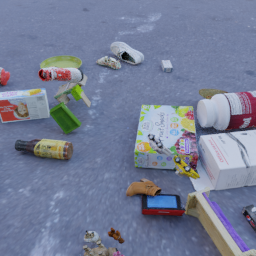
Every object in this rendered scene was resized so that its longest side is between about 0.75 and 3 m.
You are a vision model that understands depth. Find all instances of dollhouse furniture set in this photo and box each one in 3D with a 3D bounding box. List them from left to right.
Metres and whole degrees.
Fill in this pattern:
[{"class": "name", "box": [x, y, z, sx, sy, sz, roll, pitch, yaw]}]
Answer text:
[{"class": "dollhouse furniture set", "box": [-2.234, -1.063, 11.414, 1.421, 1.097, 2.842, -28, 27, 17]}]

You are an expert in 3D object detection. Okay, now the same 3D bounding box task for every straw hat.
[{"class": "straw hat", "box": [3.627, -1.019, 11.665, 1.610, 1.610, 0.681, 17, 79, 21]}]

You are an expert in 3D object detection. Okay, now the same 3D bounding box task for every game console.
[{"class": "game console", "box": [0.948, 2.053, 7.752, 1.127, 0.972, 0.669, 1, 64, 2]}]

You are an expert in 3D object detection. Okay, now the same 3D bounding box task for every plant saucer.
[{"class": "plant saucer", "box": [-3.554, -3.304, 14.999, 2.186, 0.340, 2.186, 0, 38, 0]}]

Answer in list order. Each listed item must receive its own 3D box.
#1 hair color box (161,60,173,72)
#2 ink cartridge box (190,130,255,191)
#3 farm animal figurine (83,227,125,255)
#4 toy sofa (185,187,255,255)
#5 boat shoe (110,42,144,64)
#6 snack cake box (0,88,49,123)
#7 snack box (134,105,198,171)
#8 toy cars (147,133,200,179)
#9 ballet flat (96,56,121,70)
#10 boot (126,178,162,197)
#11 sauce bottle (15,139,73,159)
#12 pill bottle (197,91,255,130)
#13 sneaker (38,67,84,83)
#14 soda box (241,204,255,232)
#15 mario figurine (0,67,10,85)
[{"class": "hair color box", "box": [2.091, -3.333, 15.079, 0.460, 0.282, 0.929, -2, 38, -3]}, {"class": "ink cartridge box", "box": [3.287, 0.990, 8.885, 2.784, 0.928, 1.612, -6, 38, -8]}, {"class": "farm animal figurine", "box": [-0.548, 3.016, 6.575, 1.162, 0.612, 1.175, -6, 43, 13]}, {"class": "toy sofa", "box": [2.348, 2.489, 7.000, 0.992, 0.842, 2.033, -13, 39, -14]}, {"class": "boat shoe", "box": [-0.220, -4.234, 15.774, 2.335, 0.859, 0.780, 26, 44, 29]}, {"class": "snack cake box", "box": [-4.184, -0.899, 11.237, 1.872, 1.077, 0.629, -7, 36, -10]}, {"class": "snack box", "box": [1.358, 0.226, 9.990, 2.018, 0.752, 2.837, 1, 37, 7]}, {"class": "toy cars", "box": [1.221, 0.886, 8.160, 1.910, 0.856, 0.423, 41, 93, 8]}, {"class": "ballet flat", "box": [-1.047, -3.630, 15.285, 1.592, 0.509, 0.602, 21, 42, 25]}, {"class": "boot", "box": [0.469, 1.861, 8.219, 0.729, 0.360, 0.939, 25, 30, 39]}, {"class": "sauce bottle", "box": [-2.875, 0.692, 9.564, 1.944, 0.642, 0.642, 3, 37, 9]}, {"class": "pill bottle", "box": [3.977, -0.645, 10.661, 2.446, 1.382, 1.382, -5, 38, -5]}, {"class": "sneaker", "box": [-2.473, -1.884, 10.115, 1.686, 0.563, 0.903, 14, 25, 31]}, {"class": "soda box", "box": [3.437, 2.493, 7.451, 0.318, 0.285, 0.900, -10, 39, -13]}, {"class": "mario figurine", "box": [-6.575, -2.540, 13.473, 1.736, 0.920, 1.072, -8, 71, 1]}]
